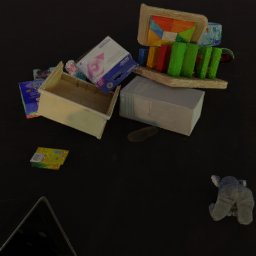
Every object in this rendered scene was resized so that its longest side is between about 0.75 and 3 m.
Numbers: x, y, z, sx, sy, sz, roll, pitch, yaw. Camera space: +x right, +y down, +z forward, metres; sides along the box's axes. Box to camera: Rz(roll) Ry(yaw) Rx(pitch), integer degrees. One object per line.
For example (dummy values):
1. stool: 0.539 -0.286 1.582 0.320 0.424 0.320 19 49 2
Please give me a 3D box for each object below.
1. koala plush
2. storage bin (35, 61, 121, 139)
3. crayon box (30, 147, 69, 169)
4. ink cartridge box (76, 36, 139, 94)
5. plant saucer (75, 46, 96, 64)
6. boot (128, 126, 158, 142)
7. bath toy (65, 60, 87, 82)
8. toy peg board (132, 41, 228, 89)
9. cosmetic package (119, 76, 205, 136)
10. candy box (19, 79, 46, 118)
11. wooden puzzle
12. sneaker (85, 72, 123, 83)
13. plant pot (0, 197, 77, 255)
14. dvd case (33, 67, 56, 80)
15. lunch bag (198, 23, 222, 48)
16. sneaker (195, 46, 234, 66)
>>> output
1. koala plush: 2.487 1.547 6.737 0.974 1.009 1.098 7 26 8
2. storage bin: -1.563 -1.015 9.321 2.226 1.043 2.210 21 38 -6
3. crayon box: -2.231 0.878 8.074 0.948 0.241 0.602 5 38 8
4. ink cartridge box: -0.764 -2.295 10.091 1.651 0.364 1.681 -43 65 -7
5. plant saucer: -1.502 -3.385 12.889 2.108 0.310 2.108 -25 27 14
6. boot: 0.423 0.188 8.984 1.016 0.374 0.383 -17 14 -19
7. bath toy: -2.167 -2.234 11.779 0.682 0.803 1.846 22 21 -34
8. toy peg board: 1.892 -2.542 10.571 2.858 1.398 2.846 -3 23 -34
9. cosmetic package: 1.148 -0.823 9.587 2.595 1.170 1.386 21 40 21
10. candy box: -3.196 -1.171 10.406 1.405 0.640 1.662 -13 39 -19
11. wooden puzzle: 1.414 -3.258 9.642 2.187 2.023 0.407 15 73 3
12. sneaker: -0.830 -2.547 12.007 1.177 0.852 2.410 19 40 27
13. plant pot: -2.327 2.420 4.907 1.718 1.937 1.932 2 36 26
14. dvd case: -3.579 -2.257 12.220 1.019 0.154 1.395 -10 40 -13
15. lunch bag: 3.082 -4.535 14.019 2.752 1.135 2.213 -9 15 -13
16. sneaker: 3.992 -3.364 13.154 2.044 0.784 0.856 -3 36 -1
